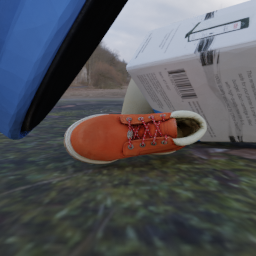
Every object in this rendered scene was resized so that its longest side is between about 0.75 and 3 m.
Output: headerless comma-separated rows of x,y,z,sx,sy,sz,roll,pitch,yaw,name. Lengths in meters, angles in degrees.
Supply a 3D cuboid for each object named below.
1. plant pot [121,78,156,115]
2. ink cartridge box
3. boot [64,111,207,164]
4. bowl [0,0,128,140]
0.407,-0.742,7.275,1.210,1.292,1.210,31,-4,2,plant pot
1.782,-0.823,4.777,2.897,2.115,1.221,-1,49,39,ink cartridge box
0.141,0.055,3.916,1.957,0.734,1.049,-4,-9,-27,boot
-0.208,-0.906,1.658,0.443,2.256,2.256,34,1,-12,bowl
